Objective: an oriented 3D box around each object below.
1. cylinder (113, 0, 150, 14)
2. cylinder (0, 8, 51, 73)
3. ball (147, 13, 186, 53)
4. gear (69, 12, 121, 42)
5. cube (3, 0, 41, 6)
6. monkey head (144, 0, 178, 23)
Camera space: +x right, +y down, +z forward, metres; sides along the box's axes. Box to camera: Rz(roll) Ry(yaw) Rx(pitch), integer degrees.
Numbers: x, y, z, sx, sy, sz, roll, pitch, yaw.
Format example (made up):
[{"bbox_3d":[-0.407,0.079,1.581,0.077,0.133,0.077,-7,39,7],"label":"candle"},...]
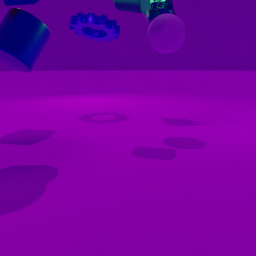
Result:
[{"bbox_3d":[0.110,-3.188,6.772,0.709,0.709,0.709,16,18,19],"label":"cylinder"},{"bbox_3d":[-2.028,-1.624,5.265,0.853,0.853,0.853,22,-13,5],"label":"cylinder"},{"bbox_3d":[1.005,-2.464,7.329,0.988,0.988,0.988,0,13,0],"label":"ball"},{"bbox_3d":[-1.253,-3.803,10.667,1.885,0.349,1.885,8,-3,0],"label":"gear"},{"bbox_3d":[-3.145,-4.316,8.312,1.014,1.014,1.014,2,40,12],"label":"cube"},{"bbox_3d":[1.335,-4.259,10.050,1.867,1.343,1.125,39,-11,29],"label":"monkey head"}]
